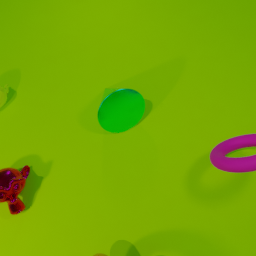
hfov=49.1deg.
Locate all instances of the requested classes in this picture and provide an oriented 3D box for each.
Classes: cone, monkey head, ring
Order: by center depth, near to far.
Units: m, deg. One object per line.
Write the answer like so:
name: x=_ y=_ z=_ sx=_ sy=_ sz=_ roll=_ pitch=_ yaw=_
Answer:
ring: x=2.461 y=0.499 z=5.866 sx=1.478 sy=1.478 sz=0.296 roll=-21 pitch=103 yaw=-9
monkey head: x=-2.785 y=1.452 z=6.464 sx=1.410 sy=1.014 sz=0.849 roll=-29 pitch=27 yaw=-29
cone: x=-0.393 y=-0.758 z=7.475 sx=1.289 sy=1.289 sz=1.293 roll=-24 pitch=42 yaw=-10

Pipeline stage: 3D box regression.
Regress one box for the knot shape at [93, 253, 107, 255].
knot shape: x=-0.104 y=3.199 z=5.129 sx=2.083 sy=0.962 sz=1.949 roll=-25 pitch=75 yaw=-49

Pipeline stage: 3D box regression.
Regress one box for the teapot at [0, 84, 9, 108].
teapot: x=-3.629 y=-0.879 z=7.519 sx=0.566 sy=0.719 sz=1.157 roll=30 pitch=49 yaw=28
